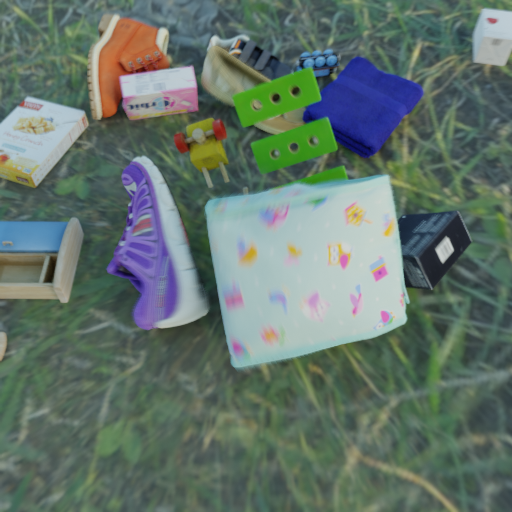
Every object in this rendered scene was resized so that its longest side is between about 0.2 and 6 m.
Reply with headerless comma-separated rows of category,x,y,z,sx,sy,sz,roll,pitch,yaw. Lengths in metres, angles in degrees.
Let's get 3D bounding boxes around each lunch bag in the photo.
lunch bag,0.726,0.111,7.648,2.592,1.581,2.208,-10,99,-5

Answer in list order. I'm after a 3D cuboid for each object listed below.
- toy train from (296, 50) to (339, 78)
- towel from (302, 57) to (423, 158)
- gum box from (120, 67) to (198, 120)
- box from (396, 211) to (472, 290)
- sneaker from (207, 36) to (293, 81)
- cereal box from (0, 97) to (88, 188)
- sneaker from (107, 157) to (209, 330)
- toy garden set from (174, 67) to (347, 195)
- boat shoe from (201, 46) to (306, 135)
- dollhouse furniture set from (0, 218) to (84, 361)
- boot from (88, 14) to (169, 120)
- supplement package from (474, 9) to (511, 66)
toy train,1.299,-4.009,11.813,0.923,0.527,0.400,-10,50,-7
towel,2.093,-2.905,10.956,1.643,0.551,2.225,31,57,15
gum box,-1.912,-3.148,10.923,1.476,0.838,0.488,-10,74,-7
box,2.458,-0.097,8.569,1.180,0.614,1.075,-42,23,-26
sneaker,-0.146,-4.083,11.745,1.907,0.757,0.748,13,53,8
cereal box,-4.246,-2.189,10.572,1.349,0.371,1.875,16,56,12
sneaker,-1.740,-0.286,8.706,1.305,1.261,3.128,-18,55,-4
toy garden set,0.213,-1.216,8.735,2.280,2.735,0.546,-16,20,13
boat shoe,0.037,-3.166,10.843,2.422,0.762,0.883,35,59,7
dollhouse furniture set,-3.912,-0.325,7.567,1.985,3.041,2.871,0,54,1
boot,-2.586,-3.840,11.431,1.514,1.059,2.824,9,57,-6
supplement package,5.215,-4.815,12.321,0.670,0.662,1.105,10,54,7
